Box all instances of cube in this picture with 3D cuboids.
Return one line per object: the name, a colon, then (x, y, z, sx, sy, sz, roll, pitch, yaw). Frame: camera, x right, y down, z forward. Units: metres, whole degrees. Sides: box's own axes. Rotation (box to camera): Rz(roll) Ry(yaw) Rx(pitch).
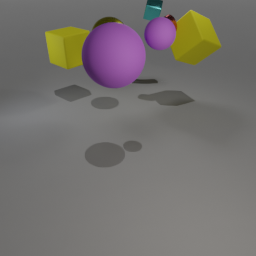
cube: (-2.603, -3.582, 12.425, 1.400, 1.400, 1.400, 26, 41, 37)
cube: (1.134, -5.362, 12.703, 0.700, 0.700, 0.700, 13, 56, -2)
cube: (2.621, -3.583, 11.322, 1.400, 1.400, 1.400, 0, -23, -44)

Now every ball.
ball: (0.712, -2.096, 6.235, 0.700, 0.700, 0.700, 0, 28, 0)
ball: (-0.693, -3.434, 10.522, 1.400, 1.400, 1.400, 0, 28, 0)
ball: (-0.315, -1.579, 6.170, 1.400, 1.400, 1.400, 0, 28, 0)

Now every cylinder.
cylinder: (1.432, -3.930, 10.878, 0.700, 0.700, 0.700, -10, 15, 44)
